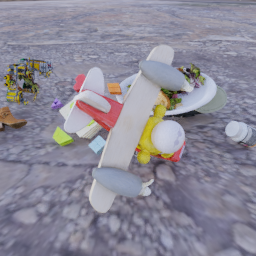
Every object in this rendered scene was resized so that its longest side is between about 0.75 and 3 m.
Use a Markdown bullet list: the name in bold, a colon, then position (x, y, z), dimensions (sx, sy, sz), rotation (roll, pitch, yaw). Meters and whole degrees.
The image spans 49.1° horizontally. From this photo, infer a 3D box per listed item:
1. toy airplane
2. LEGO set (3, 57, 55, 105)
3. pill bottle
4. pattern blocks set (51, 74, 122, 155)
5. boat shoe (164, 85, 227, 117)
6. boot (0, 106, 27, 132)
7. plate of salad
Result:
- **toy airplane**: position (0.173, -0.045, 4.803), dimensions (2.375, 2.386, 1.683), rotation (-25, 26, -35)
- **LEGO set**: position (-2.799, -1.407, 8.320), dimensions (1.034, 1.372, 1.784), rotation (7, 13, 0)
- **pill bottle**: position (2.575, 0.131, 6.267), dimensions (0.767, 0.446, 0.446), rotation (20, 19, -28)
- **pattern blocks set**: position (-0.979, -0.403, 6.740), dimensions (2.325, 0.188, 2.043), rotation (26, 69, 35)
- **boat shoe**: position (1.586, -0.723, 7.764), dimensions (2.356, 0.881, 0.781), rotation (-13, 1, -19)
- **boot**: position (-3.024, -0.271, 7.202), dimensions (0.789, 0.303, 0.613), rotation (-15, 65, -5)
- **plate of salad**: position (0.897, -1.079, 6.870), dimensions (2.458, 0.590, 2.458), rotation (-6, 34, 4)
